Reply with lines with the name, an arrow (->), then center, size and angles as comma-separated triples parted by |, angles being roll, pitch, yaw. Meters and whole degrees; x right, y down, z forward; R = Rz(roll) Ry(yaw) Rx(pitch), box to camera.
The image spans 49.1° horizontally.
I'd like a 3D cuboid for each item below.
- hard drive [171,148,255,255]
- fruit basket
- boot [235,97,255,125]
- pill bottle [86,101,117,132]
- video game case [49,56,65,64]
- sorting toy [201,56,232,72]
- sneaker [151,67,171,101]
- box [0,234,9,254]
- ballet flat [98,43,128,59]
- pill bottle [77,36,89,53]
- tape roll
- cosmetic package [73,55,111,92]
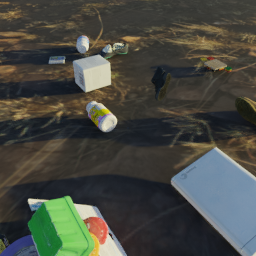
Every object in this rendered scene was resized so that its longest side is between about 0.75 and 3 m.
hard drive -> 2.705, 1.813, 7.406 | 1.787, 0.361, 2.709 | -31, 47, -17
fruit basket -> -1.019, 2.379, 6.091 | 0.999, 2.131, 1.973 | -49, 49, 6
boot -> 5.412, -0.777, 10.620 | 2.117, 0.700, 1.854 | -23, 57, -24
pill bottle -> -1.009, -0.455, 10.179 | 0.686, 0.686, 1.315 | -22, 43, -25
video game case -> -3.649, -3.498, 14.410 | 0.767, 0.085, 0.699 | -4, 39, -4
sorting toy -> 4.220, -3.039, 13.689 | 0.780, 0.274, 1.617 | -19, 43, -22
sneaker -> 1.001, -1.445, 9.147 | 0.620, 0.357, 1.189 | 14, 76, 41
box -> -3.482, 3.191, 5.781 | 0.829, 0.552, 2.202 | 11, 40, 12
ballet flat -> -0.819, -4.132, 14.761 | 1.813, 0.662, 0.662 | -18, 42, -21
pill bottle -> -2.461, -4.515, 15.225 | 0.643, 0.643, 1.147 | -3, 40, -3
tape roll -> -1.934, 3.100, 5.784 | 1.621, 0.689, 1.621 | 0, 40, 0
cosmetic package -> -1.564, -2.410, 12.275 | 1.299, 1.070, 1.071 | -21, 43, -25
